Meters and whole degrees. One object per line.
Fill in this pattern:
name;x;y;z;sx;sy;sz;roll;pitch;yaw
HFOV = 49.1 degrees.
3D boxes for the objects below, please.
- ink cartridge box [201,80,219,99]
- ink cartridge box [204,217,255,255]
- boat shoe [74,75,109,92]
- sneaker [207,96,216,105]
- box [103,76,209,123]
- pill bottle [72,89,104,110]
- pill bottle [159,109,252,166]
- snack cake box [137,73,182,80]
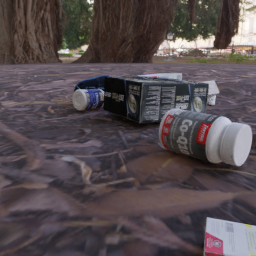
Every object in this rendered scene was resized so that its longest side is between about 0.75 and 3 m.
ink cartridge box;2.779;-1.454;11.938;1.912;0.649;1.101;-11;-12;-32
ink cartridge box;1.330;1.423;3.190;0.891;0.372;0.647;5;17;17
boat shoe;-1.645;-1.683;12.359;0.998;0.814;2.371;21;-24;-38
sneaker;3.745;-1.314;12.639;0.389;0.452;1.068;7;19;18
box;0.967;-1.111;10.100;2.965;1.277;2.428;-6;16;-33
pill bottle;-1.439;-1.174;11.381;0.819;0.819;1.476;14;17;40
pill bottle;1.697;0.189;6.299;1.819;1.036;1.036;14;21;43
snack cake box;1.484;-1.830;12.906;2.225;1.279;0.747;-12;18;-37
